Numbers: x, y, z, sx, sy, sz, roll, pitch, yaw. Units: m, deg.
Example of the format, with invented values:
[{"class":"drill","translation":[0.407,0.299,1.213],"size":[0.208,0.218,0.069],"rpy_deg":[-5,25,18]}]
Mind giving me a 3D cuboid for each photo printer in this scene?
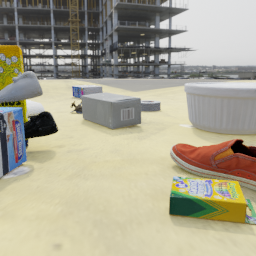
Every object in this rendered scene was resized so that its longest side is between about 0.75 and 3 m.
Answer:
[{"class":"photo printer","translation":[-4.025,-0.489,9.264],"size":[2.006,0.837,2.411],"rpy_deg":[-9,16,-40]}]

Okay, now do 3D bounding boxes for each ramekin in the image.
[{"class":"ramekin","translation":[3.287,-0.719,9.025],"size":[2.994,1.394,2.994],"rpy_deg":[0,13,0]}]

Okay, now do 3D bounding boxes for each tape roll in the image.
[{"class":"tape roll","translation":[0.917,-1.026,12.849],"size":[1.163,0.384,1.163],"rpy_deg":[-1,12,0]}]

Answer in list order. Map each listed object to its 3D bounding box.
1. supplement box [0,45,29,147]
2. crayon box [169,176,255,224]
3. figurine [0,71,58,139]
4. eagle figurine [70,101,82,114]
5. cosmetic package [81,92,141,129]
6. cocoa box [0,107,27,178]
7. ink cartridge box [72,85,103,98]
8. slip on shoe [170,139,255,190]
[{"class":"supplement box","translation":[-3.236,-0.784,6.952],"size":[1.306,2.399,1.314],"rpy_deg":[-5,13,-18]},{"class":"crayon box","translation":[1.163,0.964,3.867],"size":[1.131,0.292,0.711],"rpy_deg":[3,13,12]},{"class":"figurine","translation":[-2.539,-0.326,6.226],"size":[1.509,1.547,0.666],"rpy_deg":[-24,26,-17]},{"class":"eagle figurine","translation":[-2.009,-0.849,11.975],"size":[0.874,0.660,0.663],"rpy_deg":[28,57,-3]},{"class":"cosmetic package","translation":[-0.638,-0.662,9.789],"size":[1.206,1.018,2.257],"rpy_deg":[-12,20,-33]},{"class":"cocoa box","translation":[-2.972,0.223,5.193],"size":[1.737,1.158,1.140],"rpy_deg":[2,12,11]},{"class":"ink cartridge box","translation":[-2.713,-2.372,18.134],"size":[1.374,0.769,2.014],"rpy_deg":[-9,17,-35]},{"class":"slip on shoe","translation":[1.789,0.517,4.921],"size":[0.886,0.732,2.392],"rpy_deg":[-13,16,-42]}]
